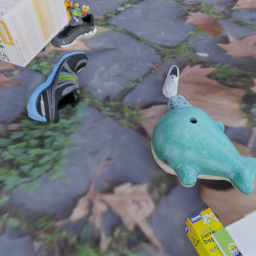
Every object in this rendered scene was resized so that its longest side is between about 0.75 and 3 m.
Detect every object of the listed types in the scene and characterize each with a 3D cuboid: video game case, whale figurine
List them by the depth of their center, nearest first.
[{"bbox_3d":[1.821,0.448,6.518,2.617,1.358,2.082,29,56,20],"label":"whale figurine"},{"bbox_3d":[-2.372,-3.829,10.887,1.168,0.136,1.062,27,55,20],"label":"video game case"}]

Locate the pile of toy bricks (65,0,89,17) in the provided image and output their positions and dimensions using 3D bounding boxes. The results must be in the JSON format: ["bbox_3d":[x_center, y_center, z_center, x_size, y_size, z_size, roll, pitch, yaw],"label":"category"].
[{"bbox_3d":[-1.702,-3.830,9.189,0.801,0.444,0.395,13,75,-9],"label":"pile of toy bricks"}]

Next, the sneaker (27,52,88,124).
[{"bbox_3d":[-1.841,-1.179,8.270,1.154,0.987,2.785,25,53,-1],"label":"sneaker"}]

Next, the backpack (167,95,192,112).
[{"bbox_3d":[1.461,-0.538,7.900,0.686,0.646,0.841,-19,37,-9],"label":"backpack"}]

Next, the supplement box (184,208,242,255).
[{"bbox_3d":[1.642,2.231,5.548,0.557,0.560,1.023,-20,53,-16],"label":"supplement box"}]

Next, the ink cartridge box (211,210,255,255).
[{"bbox_3d":[2.522,2.329,5.429,1.590,0.602,1.175,-19,53,-16],"label":"ink cartridge box"}]

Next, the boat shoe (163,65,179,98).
[{"bbox_3d":[1.382,-1.466,8.718,0.450,0.428,1.249,15,52,12],"label":"boat shoe"}]

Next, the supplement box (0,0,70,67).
[{"bbox_3d":[-3.386,-3.831,9.626,1.100,1.886,2.992,19,56,16],"label":"supplement box"}]

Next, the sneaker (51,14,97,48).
[{"bbox_3d":[-1.175,-2.150,6.056,1.184,0.536,0.394,-36,67,-28],"label":"sneaker"}]
